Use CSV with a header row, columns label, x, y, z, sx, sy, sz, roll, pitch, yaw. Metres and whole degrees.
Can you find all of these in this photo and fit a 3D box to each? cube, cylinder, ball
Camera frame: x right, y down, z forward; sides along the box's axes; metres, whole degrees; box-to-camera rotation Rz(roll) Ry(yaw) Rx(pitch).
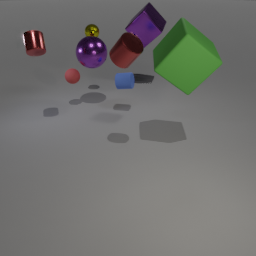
label,x,y,z,sx,sy,sz,roll,pitch,yaw
cube,1.732,-2.163,8.480,1.400,1.400,1.400,31,35,-21
cylinder,-0.139,-2.065,12.299,0.700,0.700,0.700,0,27,17
cylinder,-3.347,-3.030,10.052,0.700,0.700,0.700,-11,-5,-1
cube,0.950,-5.334,14.582,1.400,1.400,1.400,-32,24,39
cylinder,-0.046,-2.097,7.603,0.700,0.700,0.700,16,58,-27
ball,-1.611,-3.347,12.408,1.400,1.400,1.400,0,28,0
ball,-2.553,-2.385,12.888,0.700,0.700,0.700,0,28,0
ball,-1.697,-4.544,13.232,0.700,0.700,0.700,0,28,0
